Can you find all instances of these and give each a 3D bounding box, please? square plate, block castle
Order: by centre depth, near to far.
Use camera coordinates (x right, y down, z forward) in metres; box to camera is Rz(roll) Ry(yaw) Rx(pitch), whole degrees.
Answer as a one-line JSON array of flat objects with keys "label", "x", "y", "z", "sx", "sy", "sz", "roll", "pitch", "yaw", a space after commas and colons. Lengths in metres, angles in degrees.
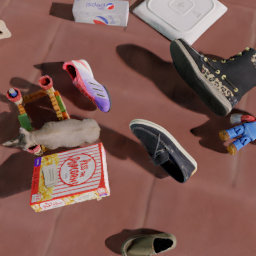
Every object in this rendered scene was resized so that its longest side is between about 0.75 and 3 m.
[{"label": "block castle", "x": -2.733, "y": -0.428, "z": 8.840, "sx": 1.530, "sy": 1.074, "sz": 2.290, "roll": -23, "pitch": 71, "yaw": -9}, {"label": "square plate", "x": 2.039, "y": -4.642, "z": 10.799, "sx": 2.665, "sy": 0.383, "sz": 2.690, "roll": 41, "pitch": 75, "yaw": 14}]

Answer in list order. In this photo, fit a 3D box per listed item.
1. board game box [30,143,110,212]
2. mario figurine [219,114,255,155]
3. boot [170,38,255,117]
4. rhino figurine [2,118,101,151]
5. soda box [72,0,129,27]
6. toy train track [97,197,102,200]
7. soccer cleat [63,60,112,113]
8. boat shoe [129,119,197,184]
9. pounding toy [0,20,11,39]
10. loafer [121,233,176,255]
[{"label": "board game box", "x": -1.628, "y": 1.359, "z": 7.927, "sx": 2.072, "sy": 0.480, "sz": 1.570, "roll": -14, "pitch": 46, "yaw": 1}, {"label": "mario figurine", "x": 4.008, "y": 0.100, "z": 8.940, "sx": 2.045, "sy": 1.084, "sz": 1.262, "roll": -24, "pitch": 114, "yaw": 1}, {"label": "boot", "x": 3.051, "y": -2.149, "z": 9.444, "sx": 2.279, "sy": 1.089, "sz": 3.018, "roll": -35, "pitch": 83, "yaw": -11}, {"label": "rhino figurine", "x": -2.033, "y": 0.196, "z": 7.795, "sx": 2.712, "sy": 1.186, "sz": 0.811, "roll": -8, "pitch": 91, "yaw": -28}, {"label": "soda box", "x": -1.010, "y": -4.376, "z": 10.549, "sx": 2.028, "sy": 0.643, "sz": 0.692, "roll": 6, "pitch": 70, "yaw": 2}, {"label": "toy train track", "x": -1.225, "y": 1.943, "z": 8.425, "sx": 1.198, "sy": 0.195, "sz": 0.687, "roll": -25, "pitch": 71, "yaw": -8}, {"label": "soccer cleat", "x": -1.342, "y": -1.358, "z": 9.220, "sx": 0.816, "sy": 0.760, "sz": 2.230, "roll": -14, "pitch": 63, "yaw": -44}, {"label": "boat shoe", "x": 0.983, "y": 0.684, "z": 8.189, "sx": 2.477, "sy": 0.924, "sz": 0.771, "roll": 43, "pitch": 56, "yaw": -10}, {"label": "pounding toy", "x": -5.149, "y": -3.073, "z": 9.859, "sx": 2.163, "sy": 1.237, "sz": 1.241, "roll": -31, "pitch": 72, "yaw": -31}, {"label": "loafer", "x": 0.580, "y": 3.219, "z": 7.749, "sx": 1.588, "sy": 0.553, "sz": 0.597, "roll": -12, "pitch": 70, "yaw": -5}]
